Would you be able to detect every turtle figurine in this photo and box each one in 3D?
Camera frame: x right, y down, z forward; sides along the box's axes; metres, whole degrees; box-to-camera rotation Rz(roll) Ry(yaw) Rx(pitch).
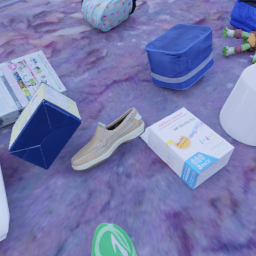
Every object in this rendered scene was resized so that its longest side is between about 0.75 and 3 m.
[{"bbox_3d":[4.722,-3.277,10.456,2.067,1.534,2.131,-4,44,2],"label":"turtle figurine"}]

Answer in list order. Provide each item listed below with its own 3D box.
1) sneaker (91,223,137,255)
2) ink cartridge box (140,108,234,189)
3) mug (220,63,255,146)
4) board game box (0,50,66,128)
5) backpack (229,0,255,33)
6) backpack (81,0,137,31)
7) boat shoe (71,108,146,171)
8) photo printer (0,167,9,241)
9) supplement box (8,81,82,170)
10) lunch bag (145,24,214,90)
[{"bbox_3d":[-0.240,2.942,5.017,0.994,1.121,2.683,-4,47,-2],"label":"sneaker"},{"bbox_3d":[1.464,0.337,7.632,1.331,0.784,2.312,-29,54,-24],"label":"ink cartridge box"},{"bbox_3d":[3.729,-0.965,8.050,1.885,1.932,2.353,-6,47,-4],"label":"mug"},{"bbox_3d":[-3.373,-1.225,8.698,2.366,0.760,1.745,-27,73,-23],"label":"board game box"},{"bbox_3d":[5.365,-4.854,11.950,1.688,1.417,1.372,28,57,14],"label":"backpack"},{"bbox_3d":[-0.798,-5.380,12.152,2.471,2.062,1.564,-37,62,-22],"label":"backpack"},{"bbox_3d":[-0.618,0.222,7.440,2.272,0.865,0.814,-35,27,-20],"label":"boat shoe"},{"bbox_3d":[-3.805,1.484,6.027,2.169,0.905,2.607,3,41,-36],"label":"photo printer"},{"bbox_3d":[-2.098,-0.103,7.068,1.036,1.543,1.542,32,13,-28],"label":"supplement box"},{"bbox_3d":[1.864,-2.424,9.638,1.641,1.598,2.415,24,52,40],"label":"lunch bag"}]
